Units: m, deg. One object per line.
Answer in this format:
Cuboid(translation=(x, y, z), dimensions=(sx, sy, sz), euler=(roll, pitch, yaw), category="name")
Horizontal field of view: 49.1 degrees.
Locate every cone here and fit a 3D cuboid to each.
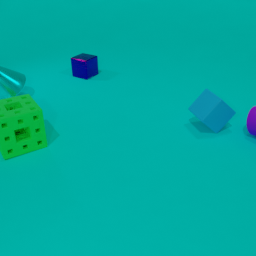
Cuboid(translation=(-4.176, -1.692, 8.813), dimensions=(1.308, 1.313, 1.308), euler=(-12, 53, 17), category="cone")

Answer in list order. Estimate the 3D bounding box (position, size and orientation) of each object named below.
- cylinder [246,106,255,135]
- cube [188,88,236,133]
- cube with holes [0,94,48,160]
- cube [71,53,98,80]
Cuboid(translation=(3.566, -0.154, 7.107), dimensions=(0.779, 0.779, 0.779), euler=(-24, 21, -33), category="cylinder")
Cuboid(translation=(2.249, -0.464, 7.542), dimensions=(0.747, 0.747, 0.747), euler=(31, 16, -33), category="cube")
Cuboid(translation=(-2.719, -0.071, 6.866), dimensions=(1.046, 1.046, 1.046), euler=(-18, 36, -29), category="cube with holes")
Cuboid(translation=(-1.683, -2.416, 10.934), dimensions=(0.753, 0.753, 0.753), euler=(18, 36, 26), category="cube")
